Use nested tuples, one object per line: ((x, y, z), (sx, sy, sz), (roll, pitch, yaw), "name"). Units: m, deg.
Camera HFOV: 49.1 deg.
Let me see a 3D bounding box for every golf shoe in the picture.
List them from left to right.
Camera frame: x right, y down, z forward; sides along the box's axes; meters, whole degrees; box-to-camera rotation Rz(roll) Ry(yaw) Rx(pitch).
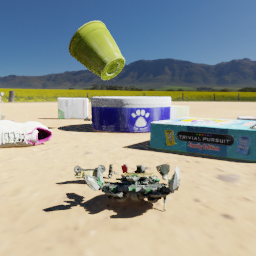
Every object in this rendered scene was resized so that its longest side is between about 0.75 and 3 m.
((-2.674, 0.151, 6.833), (0.812, 0.668, 1.775), (10, 13, 41), "golf shoe")

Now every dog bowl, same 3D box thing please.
((0.109, -0.585, 10.555), (2.996, 1.180, 2.996), (-1, 7, 0), "dog bowl")

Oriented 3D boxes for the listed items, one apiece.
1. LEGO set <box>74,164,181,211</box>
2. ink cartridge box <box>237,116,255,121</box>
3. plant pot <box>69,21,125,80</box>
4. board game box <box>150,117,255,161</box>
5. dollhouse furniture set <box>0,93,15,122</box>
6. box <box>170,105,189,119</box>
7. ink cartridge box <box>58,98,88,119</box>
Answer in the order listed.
((-0.012, 0.715, 3.482), (1.172, 0.511, 1.805), (0, -6, -17), "LEGO set")
((4.835, -0.272, 11.430), (0.610, 0.352, 0.840), (2, 7, 13), "ink cartridge box")
((-0.963, -2.568, 9.801), (1.563, 1.623, 1.623), (50, 29, 18), "plant pot")
((2.209, 0.161, 6.670), (2.721, 0.639, 2.054), (5, 8, 34), "board game box")
((-6.227, -0.926, 12.709), (1.499, 1.342, 1.891), (-6, 9, -39), "dollhouse furniture set")
((1.948, -0.702, 13.459), (1.495, 0.723, 1.315), (-4, 8, -33), "box")
((-2.821, -1.010, 14.502), (1.487, 1.081, 0.651), (0, 7, 0), "ink cartridge box")
